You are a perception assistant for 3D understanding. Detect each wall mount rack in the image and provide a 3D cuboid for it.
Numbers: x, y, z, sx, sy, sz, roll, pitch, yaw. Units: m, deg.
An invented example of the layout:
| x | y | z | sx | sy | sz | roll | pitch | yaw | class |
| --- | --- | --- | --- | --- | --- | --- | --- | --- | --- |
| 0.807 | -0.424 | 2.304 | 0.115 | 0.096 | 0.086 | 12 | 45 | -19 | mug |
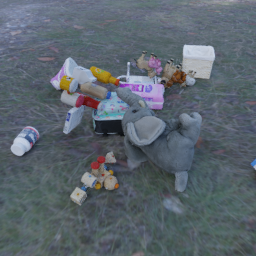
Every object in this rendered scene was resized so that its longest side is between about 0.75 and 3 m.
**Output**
| x | y | z | sx | sy | sz | roll | pitch | yaw | class |
| --- | --- | --- | --- | --- | --- | --- | --- | --- | --- |
| 0.669 | -2.396 | 13.236 | 2.433 | 0.907 | 2.114 | 3 | 36 | 0 | wall mount rack |

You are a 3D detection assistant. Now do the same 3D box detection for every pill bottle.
| x | y | z | sx | sy | sz | roll | pitch | yaw | class |
| --- | --- | --- | --- | --- | --- | --- | --- | --- | --- |
| -3.527 | 0.462 | 9.573 | 0.595 | 0.595 | 0.995 | 7 | 37 | 10 | pill bottle |

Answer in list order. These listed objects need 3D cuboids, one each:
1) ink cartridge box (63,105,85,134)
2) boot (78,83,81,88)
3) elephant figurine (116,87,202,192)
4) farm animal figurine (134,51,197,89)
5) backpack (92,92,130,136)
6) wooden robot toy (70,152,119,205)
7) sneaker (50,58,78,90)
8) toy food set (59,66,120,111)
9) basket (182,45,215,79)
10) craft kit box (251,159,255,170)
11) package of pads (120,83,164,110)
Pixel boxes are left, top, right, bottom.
| x | y | z | sx | sy | sz | roll | pitch | yaw | class |
| --- | --- | --- | --- | --- | --- | --- | --- | --- | --- |
| -1.940 | -0.382 | 10.142 | 0.206 | 0.935 | 0.952 | 27 | 34 | 8 | ink cartridge box |
| -2.180 | -2.207 | 13.261 | 0.848 | 0.620 | 0.298 | 25 | 40 | 29 | boot |
| 0.639 | 0.175 | 8.874 | 2.989 | 2.115 | 2.319 | 15 | 23 | 9 | elephant figurine |
| 1.706 | -2.544 | 13.217 | 2.453 | 1.279 | 2.426 | 38 | 31 | 23 | farm animal figurine |
| -0.604 | -0.645 | 10.614 | 1.545 | 1.310 | 1.740 | -3 | 30 | -5 | backpack |
| -0.702 | 1.469 | 8.061 | 0.899 | 0.873 | 1.982 | 28 | 44 | 18 | wooden robot toy |
| -3.097 | -2.573 | 13.407 | 1.314 | 0.835 | 2.304 | -32 | 25 | 15 | sneaker |
| -1.225 | -1.270 | 9.303 | 1.149 | 1.219 | 2.554 | 22 | 19 | 8 | toy food set |
| 3.568 | -3.419 | 14.416 | 1.546 | 1.243 | 1.532 | 5 | 36 | 9 | basket |
| 4.899 | 1.003 | 7.584 | 0.547 | 2.254 | 2.226 | 27 | 23 | -29 | craft kit box |
| 0.550 | -1.398 | 12.025 | 1.996 | 0.755 | 1.203 | 4 | 33 | 6 | package of pads |
